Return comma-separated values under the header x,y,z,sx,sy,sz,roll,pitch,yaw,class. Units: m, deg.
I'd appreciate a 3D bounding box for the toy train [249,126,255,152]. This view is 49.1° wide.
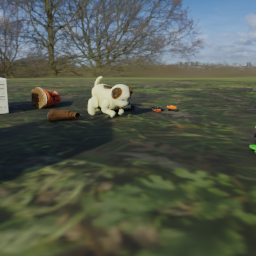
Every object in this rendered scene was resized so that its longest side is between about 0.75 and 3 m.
x,y,z,sx,sy,sz,roll,pitch,yaw,class
2.412,0.451,3.959,0.733,0.543,2.601,12,14,6,toy train

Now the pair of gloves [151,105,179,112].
x,y,z,sx,sy,sz,roll,pitch,yaw,class
1.325,-0.689,10.169,0.948,0.117,0.844,-4,14,-6,pair of gloves

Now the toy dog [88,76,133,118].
x,y,z,sx,sy,sz,roll,pitch,yaw,class
-0.471,-0.983,8.838,1.367,1.326,0.954,0,0,44,toy dog

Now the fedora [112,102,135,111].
x,y,z,sx,sy,sz,roll,pitch,yaw,class
-0.397,-1.039,10.464,1.422,0.649,1.422,-1,11,0,fedora

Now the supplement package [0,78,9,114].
x,y,z,sx,sy,sz,roll,pitch,yaw,class
-5.252,-1.156,9.743,1.651,1.175,2.120,-7,13,-32,supplement package

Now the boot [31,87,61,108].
x,y,z,sx,sy,sz,roll,pitch,yaw,class
-3.196,-1.229,11.261,1.120,0.783,2.088,0,10,-25,boot

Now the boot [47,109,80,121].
x,y,z,sx,sy,sz,roll,pitch,yaw,class
-1.869,-0.367,8.182,0.702,0.334,0.908,8,17,16,boot
